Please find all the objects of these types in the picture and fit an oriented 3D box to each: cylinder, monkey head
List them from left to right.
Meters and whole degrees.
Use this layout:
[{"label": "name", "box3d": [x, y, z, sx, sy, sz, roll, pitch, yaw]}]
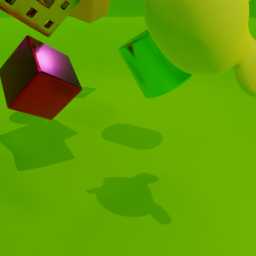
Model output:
[{"label": "cylinder", "box3d": [0.560, -1.344, 5.508, 1.127, 1.127, 1.127, -28, 18, 10]}, {"label": "monkey head", "box3d": [0.760, -1.093, 2.518, 1.206, 1.677, 1.010, -40, 8, 6]}]

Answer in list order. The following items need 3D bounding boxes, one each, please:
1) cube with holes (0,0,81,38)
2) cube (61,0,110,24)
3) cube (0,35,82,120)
[{"label": "cube with holes", "box3d": [-1.532, -2.443, 4.309, 1.215, 1.215, 1.215, 50, 14, 18]}, {"label": "cube", "box3d": [-1.261, -3.946, 8.120, 1.210, 1.210, 1.210, 23, 40, 9]}, {"label": "cube", "box3d": [-1.481, -0.808, 4.726, 0.885, 0.885, 0.885, 18, 39, -52]}]
